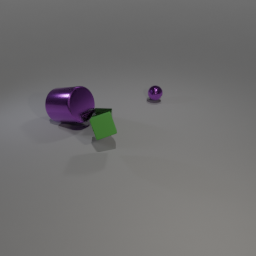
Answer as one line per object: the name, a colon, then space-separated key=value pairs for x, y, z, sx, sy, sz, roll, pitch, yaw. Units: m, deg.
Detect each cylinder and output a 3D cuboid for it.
cylinder: x=-2.278 y=-0.913 z=11.044 sx=1.400 sy=1.400 sz=1.400 roll=2 pitch=26 yaw=37

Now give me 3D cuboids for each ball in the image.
ball: x=1.276 y=-1.642 z=13.117 sx=0.700 sy=0.700 sz=0.700 roll=0 pitch=30 yaw=0

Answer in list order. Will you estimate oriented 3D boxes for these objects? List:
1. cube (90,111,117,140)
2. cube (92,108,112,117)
cube: x=-0.809 y=-0.086 z=9.274 sx=0.700 sy=0.700 sz=0.700 roll=-19 pitch=9 yaw=-1
cube: x=-1.000 y=-0.324 z=11.027 sx=0.700 sy=0.700 sz=0.700 roll=2 pitch=30 yaw=3
